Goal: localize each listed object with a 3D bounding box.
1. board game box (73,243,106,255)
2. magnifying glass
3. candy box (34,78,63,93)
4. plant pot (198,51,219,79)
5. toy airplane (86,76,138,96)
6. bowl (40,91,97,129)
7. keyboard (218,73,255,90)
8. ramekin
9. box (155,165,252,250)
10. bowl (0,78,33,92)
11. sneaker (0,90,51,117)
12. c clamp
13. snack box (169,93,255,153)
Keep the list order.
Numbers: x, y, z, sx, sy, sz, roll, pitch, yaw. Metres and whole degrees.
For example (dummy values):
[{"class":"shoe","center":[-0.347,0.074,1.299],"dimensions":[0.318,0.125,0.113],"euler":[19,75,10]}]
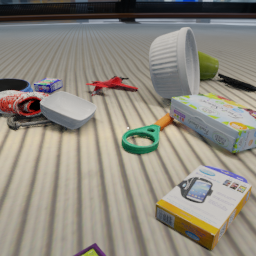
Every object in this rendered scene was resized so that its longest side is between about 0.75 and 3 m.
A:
[{"class":"board game box","center":[-1.000,2.593,3.939],"dimensions":[2.080,0.336,1.248],"euler":[-19,27,-33]},{"class":"magnifying glass","center":[0.796,0.084,9.098],"dimensions":[1.118,0.315,2.809],"euler":[19,29,27]},{"class":"candy box","center":[-3.803,-2.068,13.445],"dimensions":[0.907,0.413,1.073],"euler":[8,26,18]},{"class":"plant pot","center":[3.847,-3.257,14.831],"dimensions":[1.598,1.659,1.659],"euler":[8,25,-10]},{"class":"toy airplane","center":[-0.971,-2.130,13.485],"dimensions":[2.699,0.496,2.699],"euler":[-1,25,1]},{"class":"bowl","center":[-2.064,-0.571,9.771],"dimensions":[1.656,0.618,1.654],"euler":[22,28,8]},{"class":"keyboard","center":[5.319,-2.212,13.977],"dimensions":[1.212,0.461,2.328],"euler":[13,16,-30]},{"class":"ramekin","center":[1.981,-2.600,11.778],"dimensions":[1.539,2.932,2.932],"euler":[-3,23,24]},{"class":"box","center":[1.716,1.514,6.021],"dimensions":[1.279,0.446,2.149],"euler":[21,30,36]},{"class":"bowl","center":[-5.648,-1.535,12.161],"dimensions":[2.937,0.576,2.937],"euler":[0,25,0]},{"class":"sneaker","center":[-4.063,-0.891,10.166],"dimensions":[2.556,0.853,1.370],"euler":[-2,13,-2]},{"class":"c clamp","center":[-3.238,-0.276,9.880],"dimensions":[2.068,0.280,1.767],"euler":[-6,26,-12]},{"class":"snack box","center":[3.042,-0.317,9.177],"dimensions":[2.063,0.768,2.900],"euler":[-11,29,-30]}]
